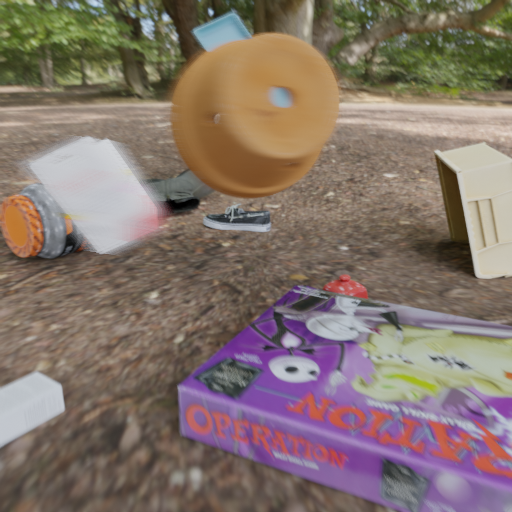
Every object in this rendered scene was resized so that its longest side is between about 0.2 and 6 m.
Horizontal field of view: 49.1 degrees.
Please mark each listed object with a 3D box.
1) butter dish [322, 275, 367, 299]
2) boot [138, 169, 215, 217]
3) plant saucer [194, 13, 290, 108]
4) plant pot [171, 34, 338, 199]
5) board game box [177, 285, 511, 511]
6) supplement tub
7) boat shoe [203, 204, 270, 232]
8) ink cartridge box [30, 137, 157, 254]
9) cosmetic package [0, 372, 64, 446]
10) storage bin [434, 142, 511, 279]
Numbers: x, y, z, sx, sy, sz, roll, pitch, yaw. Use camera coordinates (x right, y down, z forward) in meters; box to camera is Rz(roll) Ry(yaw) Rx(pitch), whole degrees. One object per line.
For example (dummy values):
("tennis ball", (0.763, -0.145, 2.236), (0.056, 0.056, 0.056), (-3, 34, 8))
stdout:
("butter dish", (1.349, 0.561, 8.594), (0.755, 0.560, 0.757), (-13, 23, -34))
("boot", (-1.778, -1.558, 14.434), (2.604, 0.882, 1.701), (-16, 30, -22))
("plant saucer", (-0.180, -4.082, 12.585), (1.093, 3.126, 0.297), (-29, -16, -11))
("plant pot", (0.116, -2.177, 8.427), (2.492, 2.492, 1.745), (-7, 2, -19))
("board game box", (2.111, 1.506, 5.795), (5.044, 0.815, 3.027), (10, 26, 25))
("supplement tub", (-3.646, -0.816, 11.107), (1.471, 1.471, 2.401), (16, 25, 38))
("boat shoe", (-0.449, -0.886, 12.709), (1.578, 0.539, 0.583), (7, 21, 19))
("ink cartridge box", (-2.078, -0.868, 7.326), (0.918, 1.576, 0.532), (-23, 40, 8))
("cosmetic package", (-2.570, 1.632, 5.894), (0.479, 0.336, 0.944), (15, 24, 35))
("storage bin", (4.198, -0.891, 10.491), (1.002, 2.122, 2.138), (-13, 17, 11))
